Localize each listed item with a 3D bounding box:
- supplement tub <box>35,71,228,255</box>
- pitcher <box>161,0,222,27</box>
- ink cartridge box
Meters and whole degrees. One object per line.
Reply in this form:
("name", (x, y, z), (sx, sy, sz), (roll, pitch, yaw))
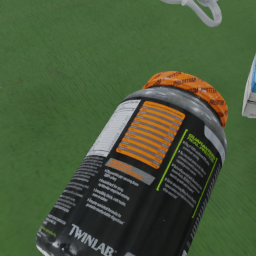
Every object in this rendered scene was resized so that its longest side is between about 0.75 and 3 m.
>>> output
("supplement tub", (0.241, 0.676, 3.744), (1.695, 1.695, 2.766), (23, 64, 18))
("pitcher", (1.474, -3.428, 6.807), (2.165, 1.312, 1.857), (-8, 80, -40))
("ink cartridge box", (2.968, -0.770, 5.178), (1.392, 1.906, 0.804), (7, 79, 17))
